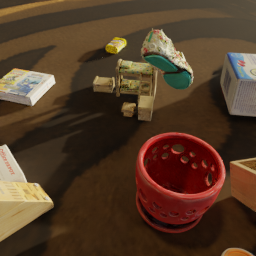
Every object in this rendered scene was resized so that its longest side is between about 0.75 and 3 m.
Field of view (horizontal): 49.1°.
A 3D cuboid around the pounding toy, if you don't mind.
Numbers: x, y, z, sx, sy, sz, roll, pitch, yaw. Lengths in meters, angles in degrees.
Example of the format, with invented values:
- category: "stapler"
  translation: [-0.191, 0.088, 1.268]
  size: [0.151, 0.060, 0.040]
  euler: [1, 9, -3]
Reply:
- category: "pounding toy"
  translation: [3.633, 1.321, 5.923]
  size: [1.938, 1.009, 2.206]
  euler: [-7, 9, -9]

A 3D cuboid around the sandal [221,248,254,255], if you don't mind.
- category: "sandal"
  translation: [2.352, 3.112, 4.723]
  size: [0.921, 0.689, 2.405]
  euler: [-4, 41, -4]

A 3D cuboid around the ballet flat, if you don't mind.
- category: "ballet flat"
  translation: [0.859, -1.319, 5.492]
  size: [0.714, 1.889, 0.604]
  euler: [1, 79, 27]

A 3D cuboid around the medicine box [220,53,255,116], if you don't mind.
- category: "medicine box"
  translation: [4.585, -1.470, 9.349]
  size: [2.509, 1.291, 2.285]
  euler: [4, 35, 6]

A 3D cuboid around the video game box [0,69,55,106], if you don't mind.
- category: "video game box"
  translation: [-3.862, -1.550, 10.306]
  size: [1.759, 0.412, 1.602]
  euler: [12, 40, 13]

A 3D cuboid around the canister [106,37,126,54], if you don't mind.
- category: "canister"
  translation: [-0.562, -3.796, 12.903]
  size: [0.659, 0.384, 0.887]
  euler: [17, 45, 19]

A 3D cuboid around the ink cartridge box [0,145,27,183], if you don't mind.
- category: "ink cartridge box"
  translation: [-3.498, 1.348, 6.691]
  size: [1.818, 0.767, 1.328]
  euler: [-26, 48, -27]

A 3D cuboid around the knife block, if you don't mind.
- category: "knife block"
  translation: [-3.008, 2.110, 6.012]
  size: [0.717, 1.968, 2.242]
  euler: [38, 9, 34]

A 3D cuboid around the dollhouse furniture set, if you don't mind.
- category: "dollhouse furniture set"
  translation: [-0.223, -1.403, 9.468]
  size: [2.273, 1.264, 2.010]
  euler: [6, 41, 6]

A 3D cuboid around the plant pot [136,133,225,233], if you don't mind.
- category: "plant pot"
  translation: [1.038, 1.258, 6.121]
  size: [1.786, 1.626, 1.786]
  euler: [1, 41, -1]
